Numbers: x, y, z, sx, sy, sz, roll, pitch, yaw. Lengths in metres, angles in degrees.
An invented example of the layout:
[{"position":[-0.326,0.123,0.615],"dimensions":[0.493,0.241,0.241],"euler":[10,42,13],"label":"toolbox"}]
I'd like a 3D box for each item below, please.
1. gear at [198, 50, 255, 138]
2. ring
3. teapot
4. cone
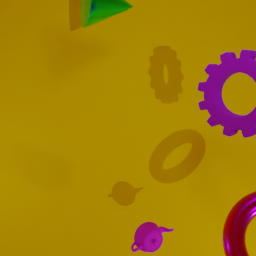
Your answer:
[{"position":[2.238,-0.678,5.645],"dimensions":[0.316,1.708,1.708],"euler":[-13,84,-43],"label":"gear"},{"position":[2.730,2.051,4.951],"dimensions":[2.015,0.403,2.015],"euler":[-11,58,18],"label":"ring"},{"position":[0.555,2.600,6.635],"dimensions":[1.137,0.557,0.707],"euler":[-21,103,-25],"label":"teapot"},{"position":[-0.405,-2.831,6.395],"dimensions":[1.163,1.158,1.158],"euler":[-2,85,-21],"label":"cone"}]
